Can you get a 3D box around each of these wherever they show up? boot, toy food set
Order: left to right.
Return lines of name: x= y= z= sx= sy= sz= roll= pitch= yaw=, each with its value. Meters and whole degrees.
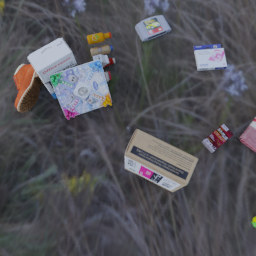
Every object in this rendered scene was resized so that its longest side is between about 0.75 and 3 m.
boot: x=-3.258 y=-1.291 z=8.805 sx=0.912 sy=0.638 sz=1.701 roll=12 pitch=67 yaw=11
toy food set: x=-0.717 y=-2.172 z=8.923 sx=0.763 sy=0.809 sz=1.696 roll=-15 pitch=70 yaw=-5

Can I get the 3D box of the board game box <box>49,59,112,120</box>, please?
board game box: x=-1.336 y=-1.087 z=8.288 sx=1.525 sy=1.525 sz=0.197 roll=-19 pitch=38 yaw=-7

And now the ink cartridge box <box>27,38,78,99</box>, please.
ink cartridge box: x=-2.095 y=-1.731 z=8.366 sx=1.133 sy=1.561 sz=0.654 roll=-33 pitch=69 yaw=-9

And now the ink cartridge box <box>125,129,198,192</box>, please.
ink cartridge box: x=0.753 y=0.938 z=7.327 sx=1.619 sy=1.965 sz=0.738 roll=25 pitch=73 yaw=8

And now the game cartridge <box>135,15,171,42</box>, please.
game cartridge: x=0.846 y=-3.469 z=9.669 sx=1.100 sy=0.225 sz=0.732 roll=-23 pitch=70 yaw=-7

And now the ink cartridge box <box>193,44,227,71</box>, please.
ink cartridge box: x=2.728 y=-2.398 z=9.324 sx=0.953 sy=0.210 sz=0.971 roll=-5 pitch=74 yaw=-1

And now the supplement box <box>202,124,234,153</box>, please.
supplement box: x=2.697 y=0.314 z=8.431 sx=0.841 sy=0.256 sz=0.458 roll=-38 pitch=76 yaw=-12

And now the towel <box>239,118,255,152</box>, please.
towel: x=5.069 y=-0.057 z=8.530 sx=2.114 sy=0.334 sz=2.935 roll=39 pitch=75 yaw=14

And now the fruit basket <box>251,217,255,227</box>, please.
fruit basket: x=3.865 y=2.467 z=7.586 sx=0.946 sy=0.683 sz=0.946 roll=7 pitch=67 yaw=-16
